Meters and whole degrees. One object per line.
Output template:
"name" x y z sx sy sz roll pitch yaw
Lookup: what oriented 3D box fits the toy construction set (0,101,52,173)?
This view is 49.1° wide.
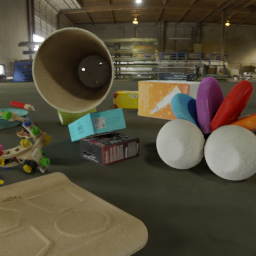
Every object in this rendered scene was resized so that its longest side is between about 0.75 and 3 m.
"toy construction set" -2.106 0.256 6.131 1.194 1.554 1.296 12 24 26

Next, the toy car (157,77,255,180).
"toy car" 2.044 -0.139 6.411 2.694 2.021 2.358 8 15 34

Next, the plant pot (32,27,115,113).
"plant pot" -0.892 -1.156 5.793 1.512 1.512 1.615 2 11 7

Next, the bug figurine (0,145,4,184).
"bug figurine" -2.994 0.841 4.310 2.098 0.696 2.706 -20 16 -15

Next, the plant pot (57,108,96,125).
"plant pot" -2.078 -0.626 11.115 1.304 1.220 1.220 -21 20 -23

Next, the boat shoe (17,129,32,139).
"boat shoe" -3.359 0.159 9.184 0.801 0.271 0.288 9 15 37

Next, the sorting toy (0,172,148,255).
"sorting toy" -1.175 1.324 3.662 2.040 0.402 2.204 -11 21 -41

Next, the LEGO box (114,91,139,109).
"LEGO box" 0.406 -1.637 16.106 2.241 0.865 1.669 2 12 9

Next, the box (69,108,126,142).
"box" -0.935 -0.044 7.826 0.903 0.539 2.194 -11 -2 -26

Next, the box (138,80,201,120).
"box" 1.859 -1.287 12.671 2.622 1.631 1.278 9 15 37

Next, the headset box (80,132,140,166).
"headset box" -0.511 0.503 7.038 1.321 0.496 0.982 -11 16 -40

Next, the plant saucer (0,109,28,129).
"plant saucer" -5.329 -0.327 10.925 2.757 0.496 2.757 1 12 0

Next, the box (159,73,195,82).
"box" 2.889 -2.319 16.755 1.891 1.923 1.129 8 14 32
